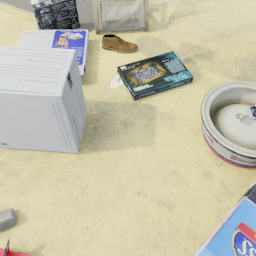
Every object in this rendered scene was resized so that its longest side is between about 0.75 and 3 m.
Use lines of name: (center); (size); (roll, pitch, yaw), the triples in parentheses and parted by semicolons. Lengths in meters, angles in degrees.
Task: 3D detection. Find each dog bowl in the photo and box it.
dog bowl: (3.418, -0.059, 8.144); (2.767, 1.020, 2.767); (0, 54, 0)

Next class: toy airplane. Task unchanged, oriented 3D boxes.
toy airplane: (-2.847, 3.446, 5.878); (2.179, 0.401, 2.179); (-1, 66, 2)

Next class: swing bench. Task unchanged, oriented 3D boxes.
swing bench: (-0.341, -5.111, 11.539); (2.181, 1.423, 2.193); (-5, 55, -4)

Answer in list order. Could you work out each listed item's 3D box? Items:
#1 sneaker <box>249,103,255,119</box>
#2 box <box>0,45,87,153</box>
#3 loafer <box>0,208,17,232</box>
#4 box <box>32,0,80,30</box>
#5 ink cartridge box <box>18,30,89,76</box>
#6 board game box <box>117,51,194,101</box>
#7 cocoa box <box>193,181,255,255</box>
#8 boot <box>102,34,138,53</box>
sneaker: (3.943, -0.350, 7.797); (0.657, 0.424, 1.210); (-12, 38, -29)
box: (-2.599, -0.711, 7.655); (2.555, 2.541, 1.670); (5, 54, 3)
loafer: (-3.428, 2.363, 6.792); (1.395, 0.501, 0.438); (-16, 38, -19)
box: (-2.789, -4.382, 11.063); (1.655, 1.326, 0.360); (-26, 58, -17)
ink cartridge box: (-2.790, -2.644, 10.294); (2.572, 0.612, 2.603); (0, 56, -2)
board game box: (0.938, -1.883, 9.883); (2.270, 0.320, 1.535); (-18, 56, -13)
cocoa box: (2.381, 2.541, 5.042); (1.958, 2.984, 1.990); (-37, 62, -24)
boot: (-0.321, -3.248, 10.740); (1.424, 0.537, 0.524); (8, 53, 4)
